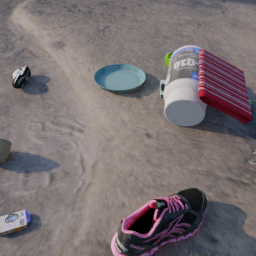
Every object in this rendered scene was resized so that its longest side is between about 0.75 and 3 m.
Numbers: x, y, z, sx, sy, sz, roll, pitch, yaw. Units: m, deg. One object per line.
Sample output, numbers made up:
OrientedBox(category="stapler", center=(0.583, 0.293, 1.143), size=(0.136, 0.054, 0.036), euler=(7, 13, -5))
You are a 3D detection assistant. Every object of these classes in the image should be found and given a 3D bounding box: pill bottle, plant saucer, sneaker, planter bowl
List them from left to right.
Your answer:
OrientedBox(category="planter bowl", center=(-4.155, 0.766, 8.804), size=(0.898, 0.898, 0.604), euler=(-5, 68, -6))
OrientedBox(category="sneaker", center=(-4.871, -2.196, 12.523), size=(0.647, 0.596, 1.617), euler=(-10, 35, 8))
OrientedBox(category="plant saucer", center=(-0.374, -2.222, 12.650), size=(2.331, 0.319, 2.331), euler=(0, 41, 0))
OrientedBox(category="sneaker", center=(0.895, 2.110, 6.764), size=(2.841, 1.355, 1.122), euler=(-24, 44, -27))
OrientedBox(category="pill bottle", center=(2.282, -1.622, 10.695), size=(1.700, 1.700, 2.988), euler=(8, 51, 9))

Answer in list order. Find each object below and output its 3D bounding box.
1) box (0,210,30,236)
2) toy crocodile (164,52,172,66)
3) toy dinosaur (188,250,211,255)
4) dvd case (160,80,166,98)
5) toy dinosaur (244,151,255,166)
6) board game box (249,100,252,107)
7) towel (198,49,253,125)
OrientedBox(category="box", center=(-2.953, 2.445, 7.275), size=(0.810, 0.168, 0.482), euler=(-11, 42, -17))
OrientedBox(category="toy crocodile", center=(2.783, -2.828, 12.851), size=(0.902, 0.825, 2.671), euler=(-27, 40, -27))
OrientedBox(category="toy dinosaur", center=(1.319, 3.287, 6.007), size=(0.912, 0.525, 1.804), euler=(20, 44, 21))
OrientedBox(category="dvd case", center=(2.259, -1.668, 12.095), size=(1.715, 0.189, 1.252), euler=(5, 41, 4))
OrientedBox(category="toy dinosaur", center=(4.848, 1.558, 7.858), size=(1.470, 1.106, 2.874), euler=(-35, 56, -17))
OrientedBox(category="board game box", center=(4.178, -1.413, 11.684), size=(1.256, 0.320, 1.856), euler=(-2, 40, -2))
OrientedBox(category="towel", center=(2.834, -1.301, 8.362), size=(1.743, 0.271, 2.410), euler=(25, 46, -12))
